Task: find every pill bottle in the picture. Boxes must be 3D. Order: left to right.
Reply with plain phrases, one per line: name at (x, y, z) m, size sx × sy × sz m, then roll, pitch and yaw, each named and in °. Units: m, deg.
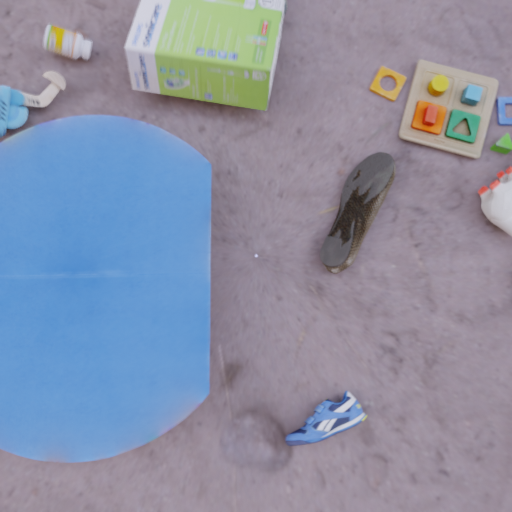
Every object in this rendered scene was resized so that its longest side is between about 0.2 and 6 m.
pill bottle at (-3.505, -3.958, 10.453) m, size 0.804 × 0.446 × 0.446 m, roll 14°, pitch 80°, yaw -16°

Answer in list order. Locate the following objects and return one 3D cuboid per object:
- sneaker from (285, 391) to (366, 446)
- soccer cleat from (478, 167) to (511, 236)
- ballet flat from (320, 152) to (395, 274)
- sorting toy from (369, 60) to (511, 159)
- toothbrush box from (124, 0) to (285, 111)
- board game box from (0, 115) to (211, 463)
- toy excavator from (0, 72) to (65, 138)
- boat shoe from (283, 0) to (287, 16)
sneaker at (1.112, 2.770, 9.440) m, size 1.435 × 0.530 × 0.590 m, roll -21°, pitch 78°, yaw -10°
soccer cleat at (5.387, -1.562, 9.937) m, size 3.101 × 1.074 × 1.203 m, roll -40°, pitch 89°, yaw 0°
ballet flat at (1.854, -0.756, 10.040) m, size 0.821 × 0.565 × 2.436 m, roll 15°, pitch 73°, yaw 37°
sorting toy at (3.591, -2.782, 10.394) m, size 3.006 × 0.409 × 1.692 m, roll 15°, pitch 81°, yaw 3°
toothbrush box at (-0.856, -3.796, 10.012) m, size 2.496 × 1.075 × 1.818 m, roll 9°, pitch 64°, yaw 0°
board game box at (-2.918, 0.457, 9.549) m, size 4.491 × 1.107 × 5.684 m, roll -2°, pitch 76°, yaw 4°
toy excavator at (-4.300, -2.788, 10.226) m, size 1.401 × 0.700 × 1.362 m, roll 7°, pitch 106°, yaw -27°
boat shoe at (0.244, -5.491, 10.667) m, size 0.664 × 0.782 × 2.148 m, roll -15°, pitch 78°, yaw -24°
